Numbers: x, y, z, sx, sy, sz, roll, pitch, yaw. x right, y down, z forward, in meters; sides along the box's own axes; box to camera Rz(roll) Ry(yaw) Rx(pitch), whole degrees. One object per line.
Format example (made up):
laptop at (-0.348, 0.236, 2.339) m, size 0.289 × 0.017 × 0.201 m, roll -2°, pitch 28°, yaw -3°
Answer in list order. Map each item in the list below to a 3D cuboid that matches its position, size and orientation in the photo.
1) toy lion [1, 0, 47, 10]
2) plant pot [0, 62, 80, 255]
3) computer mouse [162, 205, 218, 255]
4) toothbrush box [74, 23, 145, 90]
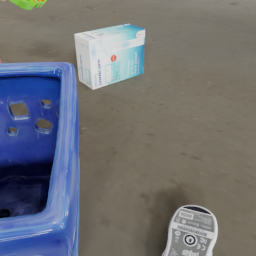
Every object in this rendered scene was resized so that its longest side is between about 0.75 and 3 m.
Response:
toy lion at (-2.281, -3.013, 6.103) m, size 1.148 × 0.411 × 1.198 m, roll 22°, pitch 43°, yaw -49°
plant pot at (-1.803, 0.748, 3.648) m, size 2.467 × 2.218 × 2.467 m, roll -4°, pitch 48°, yaw -6°
computer mouse at (0.795, 1.929, 3.805) m, size 1.072 × 0.429 × 1.956 m, roll 9°, pitch 40°, yaw 22°
toothbrush box at (-0.549, -2.400, 9.229) m, size 2.172 × 1.590 × 0.926 m, roll -22°, pitch 40°, yaw -31°
